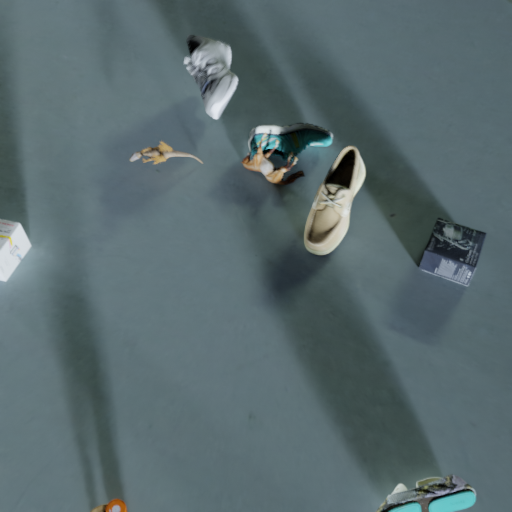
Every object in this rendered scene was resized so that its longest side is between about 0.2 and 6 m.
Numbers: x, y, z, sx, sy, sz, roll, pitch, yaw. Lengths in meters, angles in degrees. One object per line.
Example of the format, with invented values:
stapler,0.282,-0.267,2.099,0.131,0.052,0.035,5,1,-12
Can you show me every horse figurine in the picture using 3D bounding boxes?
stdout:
horse figurine,0.367,-2.044,12.527,1.461,0.968,0.365,41,21,15

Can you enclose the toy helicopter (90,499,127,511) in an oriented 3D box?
toy helicopter,-1.994,4.043,7.707,0.794,0.473,1.200,-23,65,-24

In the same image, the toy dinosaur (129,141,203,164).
toy dinosaur,-2.010,-2.303,12.494,1.635,0.494,0.868,2,12,-4

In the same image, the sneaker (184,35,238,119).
sneaker,-1.256,-4.411,13.745,1.196,1.090,2.918,17,39,-27

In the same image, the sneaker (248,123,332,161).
sneaker,0.809,-2.582,13.067,1.981,0.768,0.789,-5,75,-4

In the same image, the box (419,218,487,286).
box,3.845,-0.089,10.963,0.984,0.620,1.001,19,53,17

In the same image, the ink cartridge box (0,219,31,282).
ink cartridge box,-5.043,-0.142,10.934,0.713,0.701,0.969,12,52,10

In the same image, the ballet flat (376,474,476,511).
ballet flat,2.338,3.544,8.119,1.613,0.580,0.580,-11,52,-9

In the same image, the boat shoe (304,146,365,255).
boat shoe,1.575,-1.163,11.456,0.869,0.783,2.410,18,68,24
